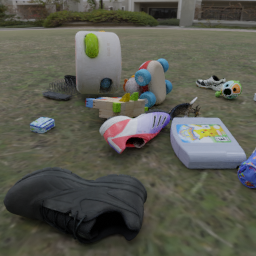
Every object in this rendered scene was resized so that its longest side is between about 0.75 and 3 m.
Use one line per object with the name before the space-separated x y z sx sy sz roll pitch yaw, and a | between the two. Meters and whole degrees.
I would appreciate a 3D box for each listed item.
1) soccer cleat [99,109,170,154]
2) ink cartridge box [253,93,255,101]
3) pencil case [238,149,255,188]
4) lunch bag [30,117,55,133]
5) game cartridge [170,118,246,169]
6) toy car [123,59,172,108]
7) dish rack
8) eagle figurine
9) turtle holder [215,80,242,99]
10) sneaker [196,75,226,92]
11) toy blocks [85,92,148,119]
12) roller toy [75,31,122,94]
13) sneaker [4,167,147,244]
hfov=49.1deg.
soccer cleat | 0.464 0.107 9.119 2.988 1.019 1.093 -11 58 -44
ink cartridge box | 6.920 -1.195 12.363 1.814 0.400 1.847 -7 24 -15
pencil case | 3.453 0.952 7.399 1.585 0.618 0.688 -25 65 -44
lunch bag | -3.062 -0.111 10.101 0.634 0.325 0.788 14 29 21
game cartridge | 2.317 0.355 8.892 1.868 0.567 2.801 -4 25 1
toy car | 0.543 -1.996 12.609 2.163 1.914 1.994 3 28 36
dish rack | -3.030 -1.998 13.828 1.748 0.622 2.279 13 28 28
eagle figurine | 2.074 -0.628 10.645 1.307 0.991 0.986 6 45 1
turtle holder | 4.677 -1.785 13.076 1.114 0.846 0.791 20 32 35
sneaker | 4.334 -2.421 14.587 1.688 0.740 0.639 20 33 40
toy blocks | -0.493 -0.806 10.705 1.648 1.204 2.410 9 13 30
roller toy | -1.320 -2.939 12.719 2.081 2.717 2.978 -2 23 -11
sneaker | -1.082 1.586 5.604 2.956 1.123 1.342 -1 31 3
